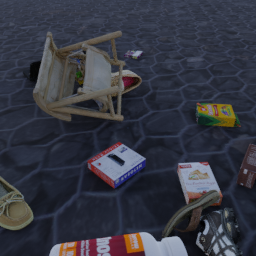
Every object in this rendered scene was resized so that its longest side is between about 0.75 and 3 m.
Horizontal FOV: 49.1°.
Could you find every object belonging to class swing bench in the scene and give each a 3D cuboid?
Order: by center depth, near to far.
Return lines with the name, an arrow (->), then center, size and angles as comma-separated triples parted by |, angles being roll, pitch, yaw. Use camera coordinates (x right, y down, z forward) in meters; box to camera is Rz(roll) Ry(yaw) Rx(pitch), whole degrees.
swing bench -> -1.600, -1.853, 10.086 | 2.853, 1.851, 2.838 | -1, 59, 4

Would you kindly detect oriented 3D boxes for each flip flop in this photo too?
flip flop -> 1.447, 1.965, 6.198 | 1.650, 0.669, 0.475 | -26, 58, -18

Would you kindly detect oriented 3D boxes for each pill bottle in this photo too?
pill bottle -> -0.143, 2.557, 4.883 | 2.287, 1.292, 1.292 | -5, 35, -8

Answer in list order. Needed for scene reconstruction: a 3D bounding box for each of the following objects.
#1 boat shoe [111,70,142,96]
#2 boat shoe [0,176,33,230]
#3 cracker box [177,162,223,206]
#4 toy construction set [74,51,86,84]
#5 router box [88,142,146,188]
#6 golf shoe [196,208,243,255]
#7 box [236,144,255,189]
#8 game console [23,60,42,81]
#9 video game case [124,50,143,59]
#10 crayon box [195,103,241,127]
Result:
boat shoe -> -0.473, -1.788, 11.489 | 0.887, 0.946, 2.565 | 24, 40, 39
boat shoe -> -3.056, 1.644, 6.759 | 0.765, 0.659, 2.096 | -29, 44, -35
cracker box -> 1.835, 1.437, 7.307 | 0.831, 0.358, 1.241 | -3, 36, -3
toy construction set -> -1.785, -2.402, 12.329 | 1.795, 1.654, 2.152 | -21, 11, 30
router box -> -0.313, 1.012, 7.988 | 1.122, 0.305, 1.250 | 29, 44, 35
golf shoe -> 1.851, 2.529, 5.603 | 0.905, 0.745, 1.916 | -13, 31, 18
box -> 3.379, 1.026, 7.711 | 0.452, 0.604, 1.205 | 20, 39, 26
game console -> -3.869, -2.983, 13.107 | 1.861, 1.083, 1.637 | -22, 41, -30
video game case -> 0.302, -4.092, 15.526 | 0.784, 0.155, 0.865 | 13, 37, 18
crayon box -> 3.241, -0.481, 10.095 | 1.515, 0.385, 0.962 | 4, 35, 5
